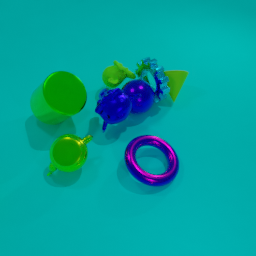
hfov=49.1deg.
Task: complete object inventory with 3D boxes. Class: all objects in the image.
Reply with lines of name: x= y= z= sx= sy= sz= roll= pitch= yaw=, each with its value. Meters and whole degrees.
gear: x=0.792 y=-1.598 z=9.395 sx=0.279 sy=1.506 sz=1.506 roll=-28 pitch=53 yaw=-23
cone: x=1.564 y=-1.365 z=9.552 sx=0.999 sy=0.999 sz=1.003 roll=0 pitch=89 yaw=0
ring: x=0.664 y=0.866 z=7.721 sx=1.591 sy=0.318 sz=1.591 roll=10 pitch=51 yaw=-12
monkey head: x=-0.441 y=-0.699 z=8.480 sx=1.650 sy=0.994 sz=1.187 roll=-44 pitch=27 yaw=7
ball: x=0.296 y=-1.009 z=9.113 sx=1.144 sy=1.144 sz=1.144 roll=0 pitch=48 yaw=0
teapot: x=-1.615 y=0.739 z=7.617 sx=1.660 sy=0.813 sz=1.032 roll=-40 pitch=78 yaw=-7
monkey head: x=-0.347 y=-1.761 z=9.750 sx=1.083 sy=0.907 sz=1.505 roll=30 pitch=6 yaw=-10
cylinder: x=-2.125 y=-0.877 z=8.514 sx=1.339 sy=1.339 sz=1.339 roll=9 pitch=73 yaw=-33
